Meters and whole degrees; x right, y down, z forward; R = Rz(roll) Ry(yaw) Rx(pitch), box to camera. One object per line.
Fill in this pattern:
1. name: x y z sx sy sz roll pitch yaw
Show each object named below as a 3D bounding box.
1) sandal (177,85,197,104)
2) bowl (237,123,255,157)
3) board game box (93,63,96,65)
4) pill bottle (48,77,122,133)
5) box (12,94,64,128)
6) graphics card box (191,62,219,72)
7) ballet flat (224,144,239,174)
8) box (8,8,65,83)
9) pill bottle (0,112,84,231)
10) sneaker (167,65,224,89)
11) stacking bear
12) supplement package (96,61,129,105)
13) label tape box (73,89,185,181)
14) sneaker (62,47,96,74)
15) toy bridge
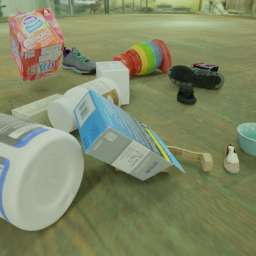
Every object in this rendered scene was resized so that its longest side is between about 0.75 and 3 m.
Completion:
1. sandal: 2.137 -1.357 10.378 0.678 0.431 1.803 2 27 3
2. bowl: 3.194 0.333 6.892 1.049 0.549 1.049 0 27 0
3. board game box: -1.985 -3.192 14.304 0.819 0.184 0.623 12 29 22
4. pill bottle: -1.226 -0.656 8.146 1.195 1.195 2.090 17 32 30
5. box: -2.443 -0.421 8.268 0.797 0.652 1.678 19 32 32
6. graphics card box: 3.755 -2.948 13.710 0.708 0.287 1.129 -23 35 -38
7. ballet flat: 2.380 0.668 6.471 0.336 0.332 0.986 4 27 9
8. box: -3.280 -2.821 9.976 1.426 1.315 2.778 -22 -4 -22
9. pill bottle: -2.463 0.553 5.203 2.963 1.686 1.686 15 30 27
10. sneaker: 2.766 -2.053 11.552 2.293 0.865 0.909 16 18 14
11. stacking bear: 0.455 -2.998 12.640 2.719 1.546 1.651 -25 36 -32
12. supplement package: -0.565 -1.597 9.936 0.963 1.252 1.310 -6 27 -12
13. label tape box: 0.007 0.274 5.847 2.169 0.717 1.554 34 15 -34
14. sneaker: -2.393 -3.269 13.470 2.444 1.070 0.910 19 33 34
15. toy bridge: 0.832 0.684 6.471 2.209 0.301 0.743 0 26 1
